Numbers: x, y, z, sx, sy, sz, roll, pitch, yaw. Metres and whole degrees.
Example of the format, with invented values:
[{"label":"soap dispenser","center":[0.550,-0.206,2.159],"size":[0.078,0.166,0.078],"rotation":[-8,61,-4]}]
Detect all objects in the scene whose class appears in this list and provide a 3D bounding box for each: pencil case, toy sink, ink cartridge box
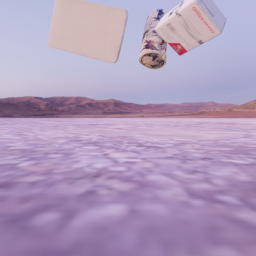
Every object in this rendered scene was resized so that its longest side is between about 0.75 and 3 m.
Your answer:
[{"label":"pencil case","center":[0.820,-2.516,7.978],"size":[0.853,1.908,0.742],"rotation":[-15,-40,36]},{"label":"toy sink","center":[-1.023,-2.916,8.550],"size":[2.313,1.507,1.296],"rotation":[17,14,16]},{"label":"ink cartridge box","center":[1.583,-2.641,7.134],"size":[1.052,0.604,1.448],"rotation":[41,-30,-21]}]
